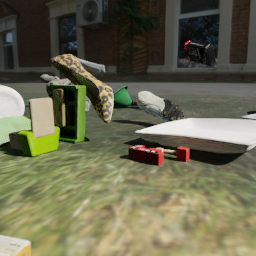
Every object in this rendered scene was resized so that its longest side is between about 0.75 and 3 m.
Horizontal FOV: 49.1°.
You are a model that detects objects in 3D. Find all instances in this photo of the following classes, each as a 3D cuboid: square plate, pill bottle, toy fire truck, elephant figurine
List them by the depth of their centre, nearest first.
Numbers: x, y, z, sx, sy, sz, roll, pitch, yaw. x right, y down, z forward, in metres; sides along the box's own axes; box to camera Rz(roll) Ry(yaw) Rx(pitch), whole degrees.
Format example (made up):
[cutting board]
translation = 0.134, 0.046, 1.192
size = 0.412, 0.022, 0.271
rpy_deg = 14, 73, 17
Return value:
[toy fire truck]
translation = 0.591, 0.492, 5.435
size = 1.011, 0.246, 0.713
rpy_deg = 8, 14, 39
[square plate]
translation = 1.988, 0.120, 6.631
size = 2.642, 0.379, 2.667
rpy_deg = 5, 11, 42
[pill bottle]
translation = -4.257, -0.790, 9.288
size = 1.276, 1.276, 2.193
rpy_deg = -6, 12, -29
[elephant figurine]
translation = -2.911, -1.596, 12.562
size = 2.495, 1.765, 1.936
rpy_deg = 5, -4, -6

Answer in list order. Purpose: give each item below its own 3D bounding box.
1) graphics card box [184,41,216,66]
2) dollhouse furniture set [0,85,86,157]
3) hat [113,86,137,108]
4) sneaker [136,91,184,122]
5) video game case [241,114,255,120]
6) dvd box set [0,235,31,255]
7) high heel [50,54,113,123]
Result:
[graphics card box]
translation = 2.985, -3.117, 11.642
size = 0.340, 0.839, 1.337
rpy_deg = -38, 37, -13
[dollhouse furniture set]
translation = -2.610, -0.352, 6.777
size = 2.729, 1.369, 1.788
rpy_deg = 7, 13, 32
[hat]
translation = -0.038, -1.044, 13.242
size = 1.673, 1.473, 1.386
rpy_deg = -42, -6, 6
[sneaker]
translation = 1.030, -0.575, 8.912
size = 0.678, 0.684, 1.887
rpy_deg = -41, 52, -19
[video game case]
translation = 4.812, -0.320, 9.795
size = 1.132, 0.137, 1.242
rpy_deg = -10, 15, -41
[dvd box set]
translation = -1.504, 1.193, 2.042
size = 0.969, 0.195, 1.325
rpy_deg = 3, 11, 14
[high heel]
translation = -1.152, -0.967, 6.878
size = 1.438, 0.720, 2.017
rpy_deg = 7, 50, -29
